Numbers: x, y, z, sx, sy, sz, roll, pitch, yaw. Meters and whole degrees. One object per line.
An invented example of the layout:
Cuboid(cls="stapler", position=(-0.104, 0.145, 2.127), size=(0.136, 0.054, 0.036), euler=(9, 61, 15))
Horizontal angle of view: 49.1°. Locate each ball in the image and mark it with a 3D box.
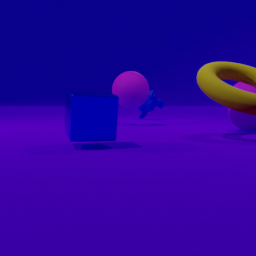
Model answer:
Cuboid(cls="ball", position=(0.083, -1.191, 8.798), size=(1.160, 1.160, 1.160), euler=(0, 5, 0))

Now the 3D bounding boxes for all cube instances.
Cuboid(cls="cube", position=(-0.594, -0.211, 4.420), size=(0.705, 0.705, 0.705), euler=(0, 13, -20))

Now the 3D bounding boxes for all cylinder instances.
Cuboid(cls="cylinder", position=(2.974, -0.578, 6.906), size=(0.932, 0.932, 0.932), euler=(2, 35, 19))

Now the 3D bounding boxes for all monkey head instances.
Cuboid(cls="monkey head", position=(0.962, -1.127, 12.390), size=(1.107, 1.539, 0.927), euler=(12, -8, -39))

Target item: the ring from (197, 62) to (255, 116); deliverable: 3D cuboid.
Cuboid(cls="ring", position=(2.303, -0.825, 5.562), size=(1.884, 0.377, 1.884), euler=(7, 34, -5))
